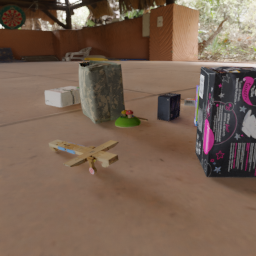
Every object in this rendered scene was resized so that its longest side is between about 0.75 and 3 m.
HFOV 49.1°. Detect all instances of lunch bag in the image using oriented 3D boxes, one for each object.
[{"bbox_3d":[-1.323,-1.717,12.455,1.694,2.363,2.881,-13,21,-21],"label":"lunch bag"}]

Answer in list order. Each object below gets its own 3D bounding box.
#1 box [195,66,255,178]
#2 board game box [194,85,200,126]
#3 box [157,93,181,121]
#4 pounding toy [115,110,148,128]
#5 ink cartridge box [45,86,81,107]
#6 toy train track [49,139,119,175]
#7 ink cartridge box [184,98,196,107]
[{"bbox_3d":[2.688,-0.233,7.275,1.492,2.600,1.718,1,17,3],"label":"box"},{"bbox_3d":[3.861,-0.849,11.013,2.338,1.572,0.523,2,17,8],"label":"board game box"},{"bbox_3d":[1.789,-0.933,12.199,0.614,1.029,1.046,12,21,34],"label":"box"},{"bbox_3d":[0.074,-0.477,11.313,1.048,0.630,1.357,7,18,32],"label":"pounding toy"},{"bbox_3d":[-3.360,-1.733,15.192,1.357,0.783,1.857,12,21,34],"label":"ink cartridge box"},{"bbox_3d":[-1.329,0.769,7.857,2.846,0.463,1.632,9,26,45],"label":"toy train track"},{"bbox_3d":[3.811,-1.390,14.736,1.258,0.389,1.551,10,20,29],"label":"ink cartridge box"}]
